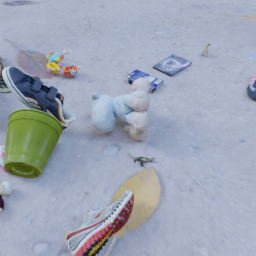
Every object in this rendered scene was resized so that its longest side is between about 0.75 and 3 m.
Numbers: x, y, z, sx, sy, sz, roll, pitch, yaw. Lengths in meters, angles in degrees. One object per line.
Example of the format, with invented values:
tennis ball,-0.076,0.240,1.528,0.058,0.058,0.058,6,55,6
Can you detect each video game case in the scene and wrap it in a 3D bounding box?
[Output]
video game case,2.267,-3.215,14.310,1.209,0.161,1.692,34,52,30

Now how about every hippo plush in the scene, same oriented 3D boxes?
hippo plush,-0.333,-0.899,10.425,2.164,2.143,2.691,2,44,1

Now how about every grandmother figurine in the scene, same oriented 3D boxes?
grandmother figurine,-4.113,2.273,8.298,1.018,0.508,1.679,28,52,15

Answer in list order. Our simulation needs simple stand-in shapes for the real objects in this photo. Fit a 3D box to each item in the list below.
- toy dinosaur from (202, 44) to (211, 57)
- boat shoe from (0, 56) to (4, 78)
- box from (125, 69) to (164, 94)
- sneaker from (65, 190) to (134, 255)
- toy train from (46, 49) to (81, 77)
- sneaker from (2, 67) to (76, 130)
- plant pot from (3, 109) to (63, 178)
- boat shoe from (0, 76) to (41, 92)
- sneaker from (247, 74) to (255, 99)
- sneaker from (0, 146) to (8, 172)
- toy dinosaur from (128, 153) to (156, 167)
toy dinosaur,4.139,-4.107,14.931,0.337,0.586,1.159,15,45,16
boat shoe,-6.742,-3.276,13.725,1.055,1.030,2.789,-19,47,-19
box,0.738,-2.216,13.167,1.619,0.262,0.981,30,51,26
sneaker,-0.718,2.484,7.741,0.978,0.927,2.381,32,51,30
toy train,-3.237,-3.099,13.923,1.580,0.585,2.103,-12,48,-14
sneaker,-2.961,-1.103,9.760,1.147,2.889,1.133,-27,34,12
plant pot,-3.258,0.623,9.284,1.843,1.843,1.774,2,56,3
boat shoe,-4.983,-2.115,12.790,1.936,0.636,0.692,-13,45,-14
sneaker,5.987,-2.196,12.642,0.818,0.956,2.332,20,47,20
sneaker,-4.137,0.986,9.627,0.541,0.499,1.226,-17,47,-14
toy dinosaur,0.418,1.105,9.701,1.024,0.243,0.451,11,30,11
